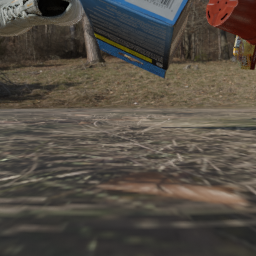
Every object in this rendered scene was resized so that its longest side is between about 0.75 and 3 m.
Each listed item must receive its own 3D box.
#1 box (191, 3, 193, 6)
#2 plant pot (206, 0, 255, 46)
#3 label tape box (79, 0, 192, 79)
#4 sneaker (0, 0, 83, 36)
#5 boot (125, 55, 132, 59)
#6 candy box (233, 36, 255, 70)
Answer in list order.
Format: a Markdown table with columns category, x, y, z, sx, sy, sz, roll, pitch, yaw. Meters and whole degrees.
| category | x | y | z | sx | sy | sz | roll | pitch | yaw |
| --- | --- | --- | --- | --- | --- | --- | --- | --- | --- |
| box | 0.953 | -3.329 | 8.489 | 1.352 | 1.570 | 1.578 | 29 | 31 | -2 |
| plant pot | 2.518 | -2.591 | 6.100 | 1.295 | 1.331 | 1.331 | 5 | 3 | -22 |
| label tape box | 0.174 | -2.209 | 5.970 | 1.952 | 0.857 | 2.708 | 26 | -5 | 7 |
| sneaker | -2.705 | -3.181 | 7.497 | 2.892 | 1.095 | 1.330 | -12 | 14 | 0 |
| boot | 0.451 | -3.642 | 12.973 | 0.519 | 1.474 | 1.055 | 35 | 1 | 16 |
| candy box | 3.705 | -2.558 | 8.781 | 0.457 | 0.954 | 1.652 | 6 | 33 | 10 |
